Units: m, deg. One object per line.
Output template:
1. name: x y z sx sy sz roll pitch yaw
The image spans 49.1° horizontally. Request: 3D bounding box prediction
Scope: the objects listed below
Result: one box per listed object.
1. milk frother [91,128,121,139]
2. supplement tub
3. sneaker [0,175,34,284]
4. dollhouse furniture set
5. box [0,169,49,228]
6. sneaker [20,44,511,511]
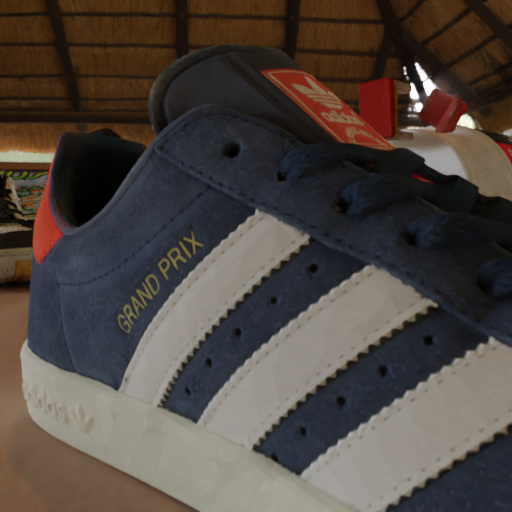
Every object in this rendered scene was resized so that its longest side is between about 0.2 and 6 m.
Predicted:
1. milk frother: -0.969 -0.631 6.231 1.832 1.653 1.723 -2 5 -7
2. supplement tub: 2.031 -0.478 5.387 2.059 1.445 1.445 -3 5 -39
3. sneaker: -2.798 -0.337 5.631 1.017 1.179 2.690 -1 5 -39
4. dollhouse furniture set: 1.188 -0.525 4.283 0.937 1.741 0.708 0 4 39
5. box: -2.778 -0.610 7.985 3.850 0.668 2.119 -1 26 -8
6. sneaker: 0.276 0.025 1.241 2.494 1.054 0.935 3 5 35
